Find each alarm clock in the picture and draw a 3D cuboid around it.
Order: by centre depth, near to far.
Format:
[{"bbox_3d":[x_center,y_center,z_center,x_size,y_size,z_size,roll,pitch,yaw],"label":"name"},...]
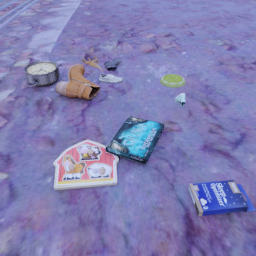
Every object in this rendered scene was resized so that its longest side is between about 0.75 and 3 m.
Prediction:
[{"bbox_3d":[-4.284,-2.561,13.720,1.611,0.795,2.388,7,36,8],"label":"alarm clock"}]

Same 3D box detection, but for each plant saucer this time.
[{"bbox_3d":[2.245,-2.404,14.006,1.277,0.198,1.277,0,38,0],"label":"plant saucer"}]

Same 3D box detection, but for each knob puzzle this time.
[{"bbox_3d":[-1.388,1.050,9.313,2.405,0.333,2.405,0,37,0],"label":"knob puzzle"}]

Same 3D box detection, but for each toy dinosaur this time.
[{"bbox_3d":[-1.127,-2.141,9.432,0.875,0.264,0.465,25,62,4],"label":"toy dinosaur"}]

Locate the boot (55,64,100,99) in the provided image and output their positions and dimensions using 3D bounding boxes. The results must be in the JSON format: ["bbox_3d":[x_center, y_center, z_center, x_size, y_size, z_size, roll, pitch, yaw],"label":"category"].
[{"bbox_3d":[-2.088,-2.168,13.117,1.777,0.878,2.289,14,39,18],"label":"boot"}]

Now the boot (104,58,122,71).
[{"bbox_3d":[-0.727,-3.425,15.288,1.051,0.367,0.692,-22,44,-11],"label":"boot"}]

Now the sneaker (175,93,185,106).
[{"bbox_3d":[2.116,-1.065,11.413,0.282,0.765,0.451,3,73,-10],"label":"sneaker"}]

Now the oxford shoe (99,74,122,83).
[{"bbox_3d":[-0.868,-2.511,14.033,1.180,0.341,0.444,6,34,4],"label":"oxford shoe"}]

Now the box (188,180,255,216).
[{"bbox_3d":[2.712,1.996,8.123,1.686,0.273,1.021,-3,37,-6],"label":"box"}]

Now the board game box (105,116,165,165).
[{"bbox_3d":[0.309,0.348,10.153,1.488,0.310,2.200,15,37,16],"label":"board game box"}]
